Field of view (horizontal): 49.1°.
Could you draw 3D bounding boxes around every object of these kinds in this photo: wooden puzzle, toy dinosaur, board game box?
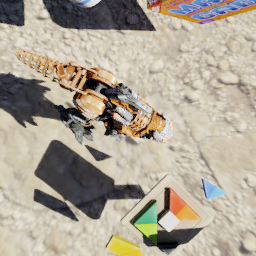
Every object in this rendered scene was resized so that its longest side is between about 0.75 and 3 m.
[{"bbox_3d":[0.745,1.758,5.254,1.506,0.261,2.233,38,93,-13],"label":"wooden puzzle"},{"bbox_3d":[-0.540,-0.632,5.346,1.530,2.033,2.995,-44,102,-19],"label":"toy dinosaur"},{"bbox_3d":[2.034,-4.070,6.628,2.319,2.321,2.319,-5,96,-40],"label":"board game box"}]

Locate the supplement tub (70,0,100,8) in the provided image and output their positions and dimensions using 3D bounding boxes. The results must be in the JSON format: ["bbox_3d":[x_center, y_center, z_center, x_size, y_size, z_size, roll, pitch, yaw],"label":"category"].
[{"bbox_3d":[-1.511,-3.826,6.173,1.471,2.230,1.471,-11,73,41],"label":"supplement tub"}]
